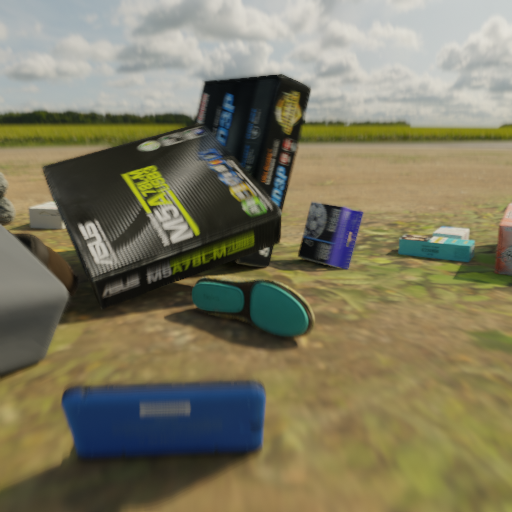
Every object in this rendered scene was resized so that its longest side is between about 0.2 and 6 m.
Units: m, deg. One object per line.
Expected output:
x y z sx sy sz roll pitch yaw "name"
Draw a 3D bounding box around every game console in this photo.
-0.654 1.093 4.339 1.381 1.178 0.817 -1 41 -5 "game console"

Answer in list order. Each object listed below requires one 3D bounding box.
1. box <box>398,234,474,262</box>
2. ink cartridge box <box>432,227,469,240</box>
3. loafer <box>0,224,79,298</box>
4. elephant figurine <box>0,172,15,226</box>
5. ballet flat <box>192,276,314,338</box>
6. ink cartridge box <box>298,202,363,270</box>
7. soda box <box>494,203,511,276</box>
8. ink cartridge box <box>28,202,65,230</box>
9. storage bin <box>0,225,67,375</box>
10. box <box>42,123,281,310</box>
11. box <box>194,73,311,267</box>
3.291 -0.153 10.242 1.254 0.308 0.516 8 16 28 "box"
3.808 -0.343 10.968 0.548 0.321 0.758 8 15 30 "ink cartridge box"
-3.340 0.228 7.691 2.779 1.014 0.991 14 -21 49 "loafer"
-6.036 -0.737 9.721 2.329 2.124 3.003 -25 10 44 "elephant figurine"
0.033 0.557 6.866 1.839 0.650 0.650 8 16 37 "ballet flat"
1.249 -0.359 9.590 1.035 1.025 0.225 15 1 45 "ink cartridge box"
4.804 -0.334 9.870 0.905 0.841 2.645 7 16 26 "soda box"
-4.633 -0.968 13.124 0.857 0.486 1.170 3 14 12 "ink cartridge box"
-3.086 0.399 5.481 2.288 1.665 1.537 36 20 28 "storage bin"
-1.467 -0.788 8.357 2.742 0.675 2.839 -19 47 -20 "box"
-0.389 -1.571 10.075 0.723 3.143 2.498 10 6 -37 "box"
